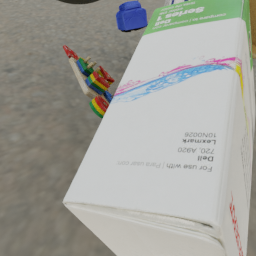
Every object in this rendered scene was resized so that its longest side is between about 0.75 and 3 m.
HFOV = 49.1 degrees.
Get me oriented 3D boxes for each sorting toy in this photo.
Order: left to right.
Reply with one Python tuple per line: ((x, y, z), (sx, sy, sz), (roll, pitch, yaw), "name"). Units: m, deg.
((-0.568, -0.934, 5.518), (0.372, 1.062, 2.202), (-40, 52, 14), "sorting toy")

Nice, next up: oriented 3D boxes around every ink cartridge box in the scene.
((0.619, 0.135, 2.661), (0.983, 1.694, 2.340), (0, 49, 27), "ink cartridge box")

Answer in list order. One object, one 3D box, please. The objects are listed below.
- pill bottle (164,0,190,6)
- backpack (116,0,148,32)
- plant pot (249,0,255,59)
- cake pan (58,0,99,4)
((1.882, -3.758, 6.960), (1.612, 2.905, 1.612), (12, 10, -2), "pill bottle")
((0.088, -3.399, 8.581), (0.836, 0.863, 1.029), (-11, 19, -13), "backpack")
((1.414, -1.162, 2.762), (1.038, 1.038, 0.143), (14, 50, 16), "plant pot")
((-1.269, -4.048, 7.092), (2.560, 2.560, 0.469), (-6, 77, -7), "cake pan")
